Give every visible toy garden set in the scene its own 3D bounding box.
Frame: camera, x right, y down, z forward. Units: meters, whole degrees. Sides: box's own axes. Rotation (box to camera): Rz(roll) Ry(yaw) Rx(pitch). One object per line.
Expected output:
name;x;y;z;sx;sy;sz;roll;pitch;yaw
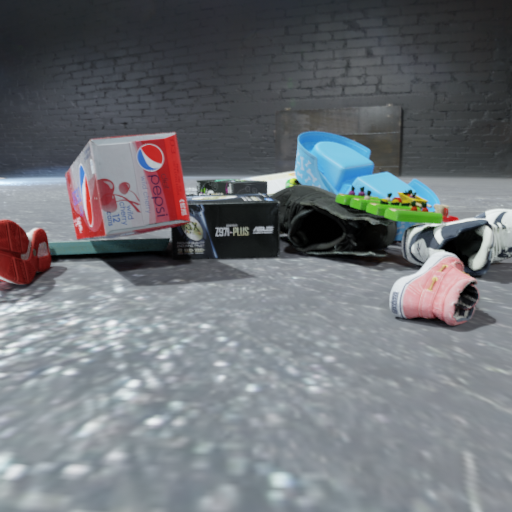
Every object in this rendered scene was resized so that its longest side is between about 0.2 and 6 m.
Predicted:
toy garden set;2.593;-0.925;9.773;1.651;0.395;1.980;2;13;-22

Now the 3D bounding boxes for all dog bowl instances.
dog bowl;2.377;-1.627;12.879;2.065;0.919;3.705;-16;47;-42

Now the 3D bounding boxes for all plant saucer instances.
plant saucer;-3.151;-0.169;10.521;3.013;0.286;1.053;-3;2;-12

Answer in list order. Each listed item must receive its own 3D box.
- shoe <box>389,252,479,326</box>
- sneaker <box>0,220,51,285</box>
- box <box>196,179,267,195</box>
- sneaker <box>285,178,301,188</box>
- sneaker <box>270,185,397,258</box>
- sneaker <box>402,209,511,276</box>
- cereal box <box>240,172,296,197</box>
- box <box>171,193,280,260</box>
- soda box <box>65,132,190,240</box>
shoe;2.378;0.408;6.861;0.788;0.619;1.733;10;20;39
sneaker;-4.082;0.056;8.325;1.429;0.969;2.473;-9;-3;-3
box;-0.617;-1.255;13.919;1.066;1.274;1.716;-8;13;-36
sneaker;0.778;-1.349;14.476;0.824;0.731;1.973;9;-22;4
sneaker;1.191;-0.701;11.092;3.902;1.172;2.035;17;16;40
sneaker;3.737;-0.186;9.031;2.412;0.963;1.570;-1;12;-6
cereal box;0.642;-1.905;15.852;2.129;0.421;1.532;-10;28;-10
box;-0.691;-0.679;11.352;2.020;1.062;2.466;-2;10;-6
soda box;-2.498;-1.093;10.151;1.353;1.494;4.268;-11;6;-22
